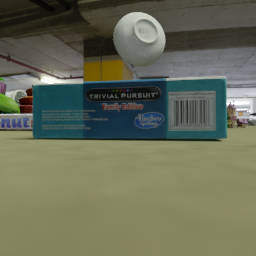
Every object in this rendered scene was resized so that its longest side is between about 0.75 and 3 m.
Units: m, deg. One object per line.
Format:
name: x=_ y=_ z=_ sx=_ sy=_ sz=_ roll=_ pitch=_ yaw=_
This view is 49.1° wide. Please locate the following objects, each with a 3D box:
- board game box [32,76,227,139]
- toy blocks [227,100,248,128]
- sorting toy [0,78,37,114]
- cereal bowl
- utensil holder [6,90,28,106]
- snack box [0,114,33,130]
board game box: x=0.154 y=-0.156 z=3.153 sx=1.544 sy=0.480 sz=2.045 roll=0 pitch=1 yaw=11
toy blocks: x=4.069 y=-0.521 z=11.028 sx=1.244 sy=1.047 sz=1.163 roll=0 pitch=0 yaw=1
sorting toy: x=-2.920 y=-0.787 z=7.053 sx=1.781 sy=1.216 sz=2.963 roll=-5 pitch=-13 yaw=32
cereal bowl: x=0.556 y=-3.590 z=10.989 sx=2.167 sy=2.167 sz=0.902 roll=0 pitch=-11 yaw=-21
utensil holder: x=-3.621 y=-0.524 z=8.266 sx=1.203 sy=1.022 sz=1.022 roll=-8 pitch=-1 yaw=10
snack box: x=-2.199 y=-0.119 z=5.904 sx=2.793 sy=0.340 sz=1.004 roll=0 pitch=1 yaw=10
